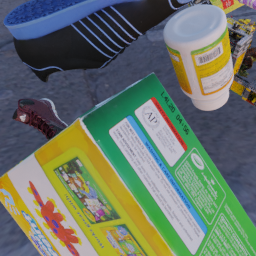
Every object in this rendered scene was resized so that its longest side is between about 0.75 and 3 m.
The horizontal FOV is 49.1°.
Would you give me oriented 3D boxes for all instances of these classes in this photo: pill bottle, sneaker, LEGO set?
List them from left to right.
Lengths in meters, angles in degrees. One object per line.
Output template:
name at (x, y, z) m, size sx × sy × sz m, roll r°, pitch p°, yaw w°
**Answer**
sneaker at (-1.809, -0.034, 5.677) m, size 0.959 × 0.628 × 1.660 m, roll 8°, pitch 33°, yaw -49°
sneaker at (-0.252, -1.400, 3.802) m, size 2.553 × 0.995 × 0.895 m, roll -16°, pitch 48°, yaw 0°
pill bottle at (1.375, -1.171, 5.165) m, size 1.022 × 1.841 × 1.022 m, roll -13°, pitch 51°, yaw 17°
LEGO set at (2.955, -1.671, 6.080) m, size 2.175 × 1.639 × 2.828 m, roll -32°, pitch 60°, yaw -17°

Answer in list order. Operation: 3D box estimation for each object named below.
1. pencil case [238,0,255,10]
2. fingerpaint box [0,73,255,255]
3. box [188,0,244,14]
pencil case at (2.770, -2.385, 5.132) m, size 1.471 × 0.629 × 0.617 m, roll 35°, pitch 80°, yaw 23°
fingerpaint box at (0.045, 1.157, 2.828) m, size 2.620 × 2.186 × 0.961 m, roll 55°, pitch 46°, yaw -4°
box at (2.489, -3.315, 7.098) m, size 1.809 × 0.453 × 0.681 m, roll -23°, pitch 61°, yaw 14°
